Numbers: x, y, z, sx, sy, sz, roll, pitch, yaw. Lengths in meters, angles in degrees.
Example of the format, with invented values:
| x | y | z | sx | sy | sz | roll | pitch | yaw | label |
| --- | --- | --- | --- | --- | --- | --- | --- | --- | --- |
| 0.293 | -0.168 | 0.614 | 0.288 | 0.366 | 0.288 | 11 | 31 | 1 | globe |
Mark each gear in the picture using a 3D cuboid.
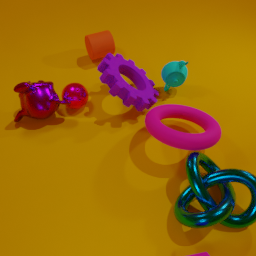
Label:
| x | y | z | sx | sy | sz | roll | pitch | yaw | label |
| --- | --- | --- | --- | --- | --- | --- | --- | --- | --- |
| 0.035 | -1.441 | 8.679 | 2.059 | 0.381 | 2.059 | 29 | 36 | -24 | gear |

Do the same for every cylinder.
| x | y | z | sx | sy | sz | roll | pitch | yaw | label |
| --- | --- | --- | --- | --- | --- | --- | --- | --- | --- |
| -1.036 | -3.059 | 10.321 | 0.884 | 0.884 | 0.884 | -20 | 52 | -16 | cylinder |

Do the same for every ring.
| x | y | z | sx | sy | sz | roll | pitch | yaw | label |
| --- | --- | --- | --- | --- | --- | --- | --- | --- | --- |
| 1.466 | -0.074 | 7.524 | 2.050 | 0.410 | 2.050 | 6 | 30 | -3 | ring |

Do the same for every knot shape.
| x | y | z | sx | sy | sz | roll | pitch | yaw | label |
| --- | --- | --- | --- | --- | --- | --- | --- | --- | --- |
| 1.901 | 1.572 | 6.443 | 1.927 | 0.952 | 2.060 | -34 | 58 | -25 | knot shape |

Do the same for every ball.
| x | y | z | sx | sy | sz | roll | pitch | yaw | label |
| --- | --- | --- | --- | --- | --- | --- | --- | --- | --- |
| -1.658 | -1.002 | 8.775 | 0.839 | 0.839 | 0.839 | 0 | 49 | 0 | ball |

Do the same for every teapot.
| x | y | z | sx | sy | sz | roll | pitch | yaw | label |
| --- | --- | --- | --- | --- | --- | --- | --- | --- | --- |
| 1.530 | -1.715 | 9.018 | 0.862 | 1.386 | 0.678 | 18 | 44 | -17 | teapot |

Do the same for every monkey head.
| x | y | z | sx | sy | sz | roll | pitch | yaw | label |
| --- | --- | --- | --- | --- | --- | --- | --- | --- | --- |
| -2.692 | -0.795 | 8.177 | 1.878 | 1.351 | 1.132 | -17 | 90 | 10 | monkey head |

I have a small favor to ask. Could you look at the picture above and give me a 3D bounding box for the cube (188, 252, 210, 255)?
| x | y | z | sx | sy | sz | roll | pitch | yaw | label |
| --- | --- | --- | --- | --- | --- | --- | --- | --- | --- |
| 1.193 | 2.885 | 5.001 | 0.886 | 0.886 | 0.886 | -12 | 85 | 0 | cube |
